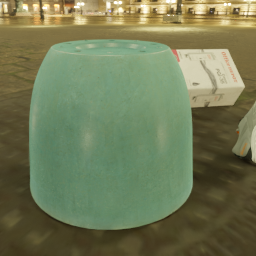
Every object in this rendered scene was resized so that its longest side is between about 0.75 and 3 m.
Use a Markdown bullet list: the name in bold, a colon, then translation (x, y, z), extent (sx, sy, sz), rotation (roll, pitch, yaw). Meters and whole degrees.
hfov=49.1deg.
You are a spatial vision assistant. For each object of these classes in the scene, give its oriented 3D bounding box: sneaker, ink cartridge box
- **sneaker**: translation (2.741, -0.219, 5.894), extent (0.795, 0.741, 2.005), rotation (3, 60, 51)
- **ink cartridge box**: translation (2.170, -1.579, 8.779), extent (2.305, 0.954, 1.689), rotation (-4, 58, -9)

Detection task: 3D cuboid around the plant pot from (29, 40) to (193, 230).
- **plant pot**: translation (-0.286, -0.220, 4.837), extent (2.978, 2.390, 2.978), rotation (0, 24, 0)
